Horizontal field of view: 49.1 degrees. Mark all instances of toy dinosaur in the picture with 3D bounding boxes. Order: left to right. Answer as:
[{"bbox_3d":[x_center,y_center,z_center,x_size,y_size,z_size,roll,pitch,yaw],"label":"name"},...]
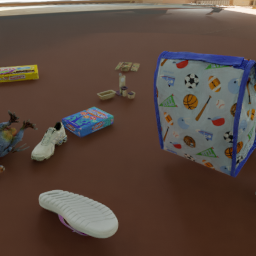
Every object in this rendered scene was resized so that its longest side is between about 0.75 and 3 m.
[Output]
[{"bbox_3d":[-2.879,0.451,6.534,0.983,1.873,1.699,33,56,-9],"label":"toy dinosaur"}]

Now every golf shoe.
[{"bbox_3d":[-1.904,0.280,6.639,0.478,0.593,1.220,10,32,13],"label":"golf shoe"}]

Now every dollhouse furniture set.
[{"bbox_3d":[-0.427,-1.365,9.452,1.086,0.771,0.860,-20,35,-32],"label":"dollhouse furniture set"}]

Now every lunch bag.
[{"bbox_3d":[1.568,-0.441,5.592,1.875,2.205,1.366,17,47,37],"label":"lunch bag"}]

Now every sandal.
[{"bbox_3d":[-0.831,1.472,4.664,0.742,0.448,1.823,-6,12,-42],"label":"sandal"}]

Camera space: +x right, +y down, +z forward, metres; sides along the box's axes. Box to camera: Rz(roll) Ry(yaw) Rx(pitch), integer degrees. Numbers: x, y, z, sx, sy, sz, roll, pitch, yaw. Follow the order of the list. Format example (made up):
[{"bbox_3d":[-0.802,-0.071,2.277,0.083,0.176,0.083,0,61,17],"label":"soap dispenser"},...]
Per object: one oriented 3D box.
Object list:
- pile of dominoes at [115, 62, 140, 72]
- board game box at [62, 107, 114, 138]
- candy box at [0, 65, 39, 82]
[{"bbox_3d":[0.004,-2.892,12.842,1.025,0.209,1.315,4,29,8],"label":"pile of dominoes"},{"bbox_3d":[-1.117,-0.193,7.835,0.881,0.261,1.158,26,38,38],"label":"board game box"},{"bbox_3d":[-4.976,-2.205,11.461,2.477,0.327,1.266,-9,27,-15],"label":"candy box"}]
